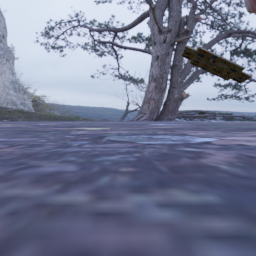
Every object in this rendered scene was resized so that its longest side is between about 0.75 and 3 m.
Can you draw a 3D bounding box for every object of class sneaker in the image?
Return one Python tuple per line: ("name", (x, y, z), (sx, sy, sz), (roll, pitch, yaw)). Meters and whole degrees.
("sneaker", (2.467, -2.132, 4.898), (1.020, 0.384, 0.533), (32, -11, -12))

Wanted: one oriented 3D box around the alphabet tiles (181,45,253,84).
("alphabet tiles", (1.933, -1.402, 6.247), (1.540, 0.049, 1.281), (27, 1, 5))
